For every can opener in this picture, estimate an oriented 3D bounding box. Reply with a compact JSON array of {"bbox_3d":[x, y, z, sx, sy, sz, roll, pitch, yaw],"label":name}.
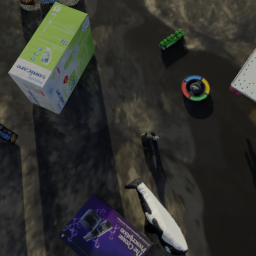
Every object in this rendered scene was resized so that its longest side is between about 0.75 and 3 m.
[{"bbox_3d":[0.798,0.716,8.595,0.410,0.508,1.292,-2,70,-42],"label":"can opener"}]

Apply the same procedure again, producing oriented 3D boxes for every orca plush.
[{"bbox_3d":[0.619,2.550,7.728,0.824,1.219,2.317,-46,78,18],"label":"orca plush"}]

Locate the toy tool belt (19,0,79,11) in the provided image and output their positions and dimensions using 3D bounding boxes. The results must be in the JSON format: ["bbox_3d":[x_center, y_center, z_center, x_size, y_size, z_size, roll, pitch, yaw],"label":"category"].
[{"bbox_3d":[-2.894,-5.270,9.920,2.457,1.510,1.534,-9,72,-3],"label":"toy tool belt"}]

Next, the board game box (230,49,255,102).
[{"bbox_3d":[4.766,-1.398,9.051,2.334,0.302,2.335,35,63,11],"label":"board game box"}]

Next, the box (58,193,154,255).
[{"bbox_3d":[-0.576,3.007,7.572,2.086,0.822,1.472,37,78,11],"label":"box"}]

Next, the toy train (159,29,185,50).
[{"bbox_3d":[1.564,-3.119,9.907,1.067,0.223,0.301,-37,86,-11],"label":"toy train"}]

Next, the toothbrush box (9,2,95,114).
[{"bbox_3d":[-2.174,-2.074,8.644,1.142,1.932,2.653,25,73,8],"label":"toothbrush box"}]

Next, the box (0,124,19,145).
[{"bbox_3d":[-4.309,-0.107,8.097,1.682,1.694,0.421,19,75,9],"label":"box"}]

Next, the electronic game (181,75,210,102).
[{"bbox_3d":[2.245,-1.323,9.311,0.962,0.200,0.962,0,72,0],"label":"electronic game"}]
